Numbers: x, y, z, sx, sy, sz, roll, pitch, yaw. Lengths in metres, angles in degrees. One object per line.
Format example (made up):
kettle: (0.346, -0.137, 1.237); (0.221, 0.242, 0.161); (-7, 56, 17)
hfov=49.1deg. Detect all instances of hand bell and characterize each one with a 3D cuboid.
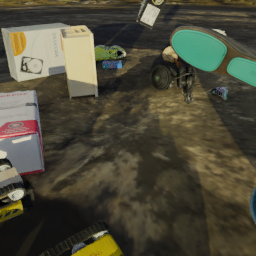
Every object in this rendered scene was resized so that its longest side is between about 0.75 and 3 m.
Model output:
hand bell: (2.045, -2.867, 11.976); (0.715, 0.715, 1.373); (-7, 42, -14)

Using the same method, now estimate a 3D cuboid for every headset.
headset: (1.518, -1.490, 9.203); (1.522, 1.158, 2.465); (-4, 13, -15)

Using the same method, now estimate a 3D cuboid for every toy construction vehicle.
toy construction vehicle: (-1.662, 1.623, 3.220); (2.712, 0.955, 2.361); (-23, 46, -31)

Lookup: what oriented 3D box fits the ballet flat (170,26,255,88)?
ballet flat: (1.764, -1.334, 5.108); (2.123, 0.776, 0.776); (22, 29, -2)

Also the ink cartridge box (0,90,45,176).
ink cartridge box: (-2.678, 0.067, 5.870); (1.617, 0.942, 2.234); (-8, 29, -15)

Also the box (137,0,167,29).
box: (1.071, -4.468, 8.288); (0.618, 2.517, 2.029); (21, 36, -11)

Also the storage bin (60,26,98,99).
storage bin: (-1.619, -2.188, 9.110); (0.897, 1.915, 1.901); (-9, 29, -11)

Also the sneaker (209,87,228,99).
sneaker: (2.828, -1.103, 8.809); (0.553, 0.307, 0.791); (5, 19, 13)

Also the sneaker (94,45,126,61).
sneaker: (-0.884, -3.429, 12.749); (1.798, 0.678, 0.687); (-21, 34, -32)

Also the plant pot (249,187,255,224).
plant pot: (2.864, 1.107, 2.614); (2.689, 1.811, 2.689); (-28, 1, 1)

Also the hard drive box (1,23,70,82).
hard drive box: (-3.324, -2.914, 10.595); (2.285, 1.781, 0.877); (-21, 35, -33)

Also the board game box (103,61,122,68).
board game box: (-0.671, -2.699, 11.888); (0.805, 0.181, 0.612); (-2, 28, -3)
